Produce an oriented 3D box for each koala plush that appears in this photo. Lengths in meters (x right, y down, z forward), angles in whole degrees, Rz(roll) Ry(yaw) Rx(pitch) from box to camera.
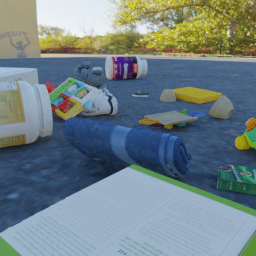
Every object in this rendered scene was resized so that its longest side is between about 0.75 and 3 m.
[{"bbox_3d":[-2.163,-2.842,16.227,1.888,1.674,1.735,10,32,26],"label":"koala plush"}]

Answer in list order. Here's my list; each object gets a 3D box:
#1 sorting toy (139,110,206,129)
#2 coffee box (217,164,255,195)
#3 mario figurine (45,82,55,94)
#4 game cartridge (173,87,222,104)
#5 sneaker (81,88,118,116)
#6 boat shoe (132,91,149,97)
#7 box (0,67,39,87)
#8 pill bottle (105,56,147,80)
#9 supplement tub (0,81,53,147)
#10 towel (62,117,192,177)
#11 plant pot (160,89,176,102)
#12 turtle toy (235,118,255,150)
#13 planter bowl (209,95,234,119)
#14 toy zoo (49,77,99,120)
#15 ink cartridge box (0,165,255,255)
[{"bbox_3d":[1.513,-0.275,10.057,2.637,0.359,1.485,-10,16,-28],"label":"sorting toy"},{"bbox_3d":[2.558,1.086,5.895,1.278,0.281,0.786,6,19,18],"label":"coffee box"},{"bbox_3d":[-4.577,-1.943,15.123,1.585,0.840,0.978,-1,51,33],"label":"mario figurine"},{"bbox_3d":[3.423,-1.708,14.540,2.016,0.371,2.287,-14,25,-36],"label":"game cartridge"},{"bbox_3d":[-1.390,-1.132,11.789,1.336,0.873,2.325,-4,22,-22],"label":"sneaker"},{"bbox_3d":[0.661,-1.827,14.907,0.877,0.299,0.324,4,18,11],"label":"boat shoe"},{"bbox_3d":[-5.244,-1.210,10.439,2.823,1.845,2.808,4,18,14],"label":"box"},{"bbox_3d":[-0.131,-4.519,20.988,2.989,1.681,1.681,-5,18,-13],"label":"pill bottle"},{"bbox_3d":[-3.548,-0.369,7.881,2.526,1.824,1.824,-8,20,-25],"label":"supplement tub"},{"bbox_3d":[-0.052,0.438,6.211,2.753,0.668,1.537,11,-19,27],"label":"towel"},{"bbox_3d":[2.002,-1.642,13.952,0.805,0.541,0.805,0,17,0],"label":"plant pot"},{"bbox_3d":[3.957,0.216,7.351,1.499,1.040,2.057,-7,19,-22],"label":"turtle toy"},{"bbox_3d":[3.663,-0.715,10.756,0.896,0.896,0.603,-18,52,-43],"label":"planter bowl"},{"bbox_3d":[-2.248,-1.161,11.056,1.676,0.261,2.555,-44,42,-17],"label":"toy zoo"},{"bbox_3d":[-0.076,1.570,3.056,2.094,1.073,2.833,15,23,39],"label":"ink cartridge box"}]
